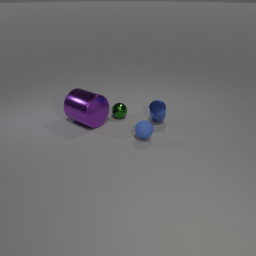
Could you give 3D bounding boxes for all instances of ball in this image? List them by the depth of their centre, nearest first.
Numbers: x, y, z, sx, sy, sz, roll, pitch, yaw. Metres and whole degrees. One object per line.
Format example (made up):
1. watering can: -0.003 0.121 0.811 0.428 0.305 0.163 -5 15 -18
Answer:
1. ball: 0.617 0.052 10.663 0.700 0.700 0.700 0 28 0
2. ball: -0.378 -0.781 12.484 0.700 0.700 0.700 0 28 0

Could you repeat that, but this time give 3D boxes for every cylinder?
1. cylinder: 1.252 -0.714 11.828 0.700 0.700 0.700 -3 64 6
2. cylinder: -1.749 -0.859 11.855 1.400 1.400 1.400 21 34 35
